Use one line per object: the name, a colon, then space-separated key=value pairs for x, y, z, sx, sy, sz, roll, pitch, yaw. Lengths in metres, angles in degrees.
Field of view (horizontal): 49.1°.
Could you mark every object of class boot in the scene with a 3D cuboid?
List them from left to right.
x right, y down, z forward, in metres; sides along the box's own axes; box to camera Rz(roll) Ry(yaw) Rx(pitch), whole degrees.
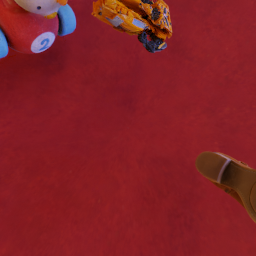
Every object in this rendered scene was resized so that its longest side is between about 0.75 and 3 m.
boot: x=2.420 y=1.150 z=5.336 sx=2.218 sy=1.716 sz=0.817 roll=39 pitch=99 yaw=30

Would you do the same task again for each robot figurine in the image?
robot figurine: x=0.206 y=-2.794 z=6.714 sx=2.368 sy=0.689 sz=1.716 roll=10 pitch=66 yaw=-39

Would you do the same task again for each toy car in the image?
toy car: x=-2.249 y=-3.185 z=6.820 sx=2.764 sy=2.652 sz=2.998 roll=-34 pitch=31 yaw=-34
